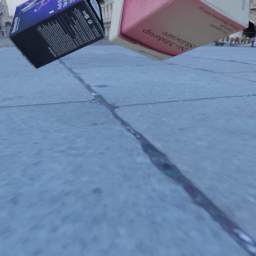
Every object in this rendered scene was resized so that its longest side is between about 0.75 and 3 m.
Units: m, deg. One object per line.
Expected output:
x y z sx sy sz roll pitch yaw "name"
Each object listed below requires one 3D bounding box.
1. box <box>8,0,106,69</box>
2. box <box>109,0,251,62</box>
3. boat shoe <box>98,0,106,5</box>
-1.977 -3.030 7.979 2.354 1.228 1.742 -21 49 12 "box"
0.579 -1.528 3.498 0.986 0.840 1.542 12 -9 -30 "box"
-1.341 -4.244 8.672 0.605 0.698 1.636 -13 -17 42 "boat shoe"
